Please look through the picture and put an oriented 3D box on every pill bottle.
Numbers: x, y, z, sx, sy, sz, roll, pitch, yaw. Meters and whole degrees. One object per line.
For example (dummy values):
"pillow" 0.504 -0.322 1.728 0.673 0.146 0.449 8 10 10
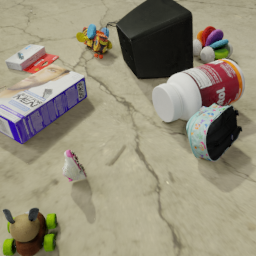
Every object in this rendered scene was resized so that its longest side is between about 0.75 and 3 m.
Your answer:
"pill bottle" 2.230 -1.154 8.997 2.733 1.544 1.544 -21 46 -20

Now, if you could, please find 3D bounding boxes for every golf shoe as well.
"golf shoe" -1.384 0.976 6.818 0.540 1.180 0.444 -22 50 -6

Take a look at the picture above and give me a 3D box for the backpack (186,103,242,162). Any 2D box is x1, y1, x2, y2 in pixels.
"backpack" 2.284 0.140 7.737 1.129 1.331 1.500 10 42 44

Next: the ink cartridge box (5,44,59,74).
"ink cartridge box" -4.012 -2.949 11.865 1.495 0.379 1.697 14 44 17

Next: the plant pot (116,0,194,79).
"plant pot" 0.933 -3.395 10.978 2.242 2.521 2.527 -21 45 -7

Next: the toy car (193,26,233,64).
"toy car" 3.591 -3.619 11.924 1.505 1.290 1.720 -19 45 -21

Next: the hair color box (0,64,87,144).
"hair color box" -2.928 -0.923 9.181 1.631 0.967 2.985 23 45 25

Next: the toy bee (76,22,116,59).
"toy bee" -1.421 -3.778 12.209 1.708 1.418 2.609 9 8 -14

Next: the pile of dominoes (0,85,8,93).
"pile of dominoes" -4.763 -1.201 10.157 0.911 0.145 0.710 -24 47 -14

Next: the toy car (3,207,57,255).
"toy car" -2.081 1.952 5.739 1.017 1.238 0.977 -4 43 -6
